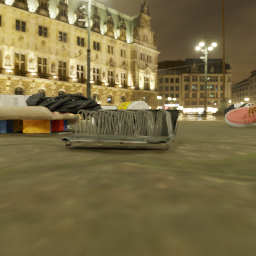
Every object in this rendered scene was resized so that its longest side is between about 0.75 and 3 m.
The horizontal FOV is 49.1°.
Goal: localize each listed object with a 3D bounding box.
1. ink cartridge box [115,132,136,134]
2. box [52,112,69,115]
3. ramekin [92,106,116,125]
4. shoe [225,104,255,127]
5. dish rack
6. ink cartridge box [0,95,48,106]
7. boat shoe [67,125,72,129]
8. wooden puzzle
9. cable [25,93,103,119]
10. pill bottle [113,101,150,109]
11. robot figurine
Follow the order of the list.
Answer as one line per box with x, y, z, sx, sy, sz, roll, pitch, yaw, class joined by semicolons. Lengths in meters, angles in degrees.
0.148;-0.138;7.165;0.956;0.540;1.305;1;2;32;ink cartridge box
-3.370;-0.809;12.033;1.445;0.684;0.741;30;-12;19;box
-1.018;-0.729;16.358;2.296;1.069;2.296;1;2;0;ramekin
5.075;-0.670;11.099;2.401;0.858;1.092;-4;-25;22;shoe
-0.022;-0.035;4.257;1.596;0.568;2.081;0;2;12;dish rack
-3.976;-0.621;10.766;1.710;1.262;0.732;0;3;-24;ink cartridge box
-2.833;-0.263;9.627;1.772;0.619;0.628;0;2;-10;boat shoe
-2.846;-0.149;7.751;2.459;0.615;2.655;1;-3;6;wooden puzzle
-1.668;-0.540;7.838;1.897;0.591;2.325;13;-9;-42;cable
0.028;-0.514;10.972;1.029;1.029;1.824;-1;3;-28;pill bottle
5.952;-0.738;14.650;1.425;1.184;1.897;-44;21;-20;robot figurine
